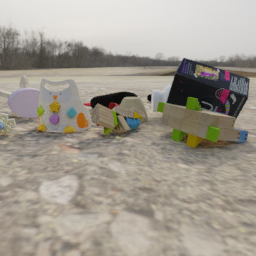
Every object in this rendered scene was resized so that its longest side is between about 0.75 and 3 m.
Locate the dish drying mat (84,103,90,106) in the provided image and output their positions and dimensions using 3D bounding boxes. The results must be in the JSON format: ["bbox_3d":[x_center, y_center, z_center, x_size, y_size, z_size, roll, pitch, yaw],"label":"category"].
[{"bbox_3d":[-2.217,-1.373,16.485,0.406,0.096,1.056,-10,17,-32],"label":"dish drying mat"}]

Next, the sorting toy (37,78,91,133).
[{"bbox_3d":[-2.588,-0.874,10.438,2.137,1.924,1.142,2,13,12],"label":"sorting toy"}]

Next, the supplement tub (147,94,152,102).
[{"bbox_3d":[1.687,-1.994,18.263,0.492,0.492,0.920,12,17,40],"label":"supplement tub"}]

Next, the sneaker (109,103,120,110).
[{"bbox_3d":[-0.423,-1.031,14.586,1.130,0.443,0.653,25,17,35],"label":"sneaker"}]

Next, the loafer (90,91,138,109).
[{"bbox_3d":[-0.757,-1.550,15.326,2.658,0.970,0.948,-3,14,-10],"label":"loafer"}]

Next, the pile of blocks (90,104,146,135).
[{"bbox_3d":[-0.358,-0.167,10.372,2.720,1.116,0.845,-2,-33,-49],"label":"pile of blocks"}]

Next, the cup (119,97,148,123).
[{"bbox_3d":[0.177,-0.822,12.217,1.406,1.005,1.406,0,14,0],"label":"cup"}]

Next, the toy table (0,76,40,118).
[{"bbox_3d":[-4.741,-1.318,12.816,1.238,1.944,2.115,27,1,32],"label":"toy table"}]

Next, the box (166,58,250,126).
[{"bbox_3d":[2.974,-1.321,10.595,2.641,1.614,1.401,21,43,11],"label":"box"}]

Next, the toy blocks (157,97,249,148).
[{"bbox_3d":[2.585,-0.188,9.384,1.995,1.458,2.918,5,10,-31],"label":"toy blocks"}]

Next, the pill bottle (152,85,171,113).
[{"bbox_3d":[2.547,-1.237,12.932,2.850,1.486,1.486,-1,13,1],"label":"pill bottle"}]

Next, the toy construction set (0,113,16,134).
[{"bbox_3d":[-4.803,-0.106,8.972,1.580,1.110,2.410,-22,2,11],"label":"toy construction set"}]
